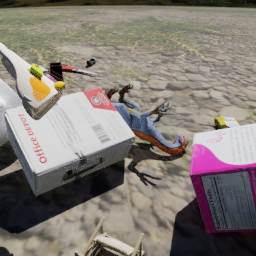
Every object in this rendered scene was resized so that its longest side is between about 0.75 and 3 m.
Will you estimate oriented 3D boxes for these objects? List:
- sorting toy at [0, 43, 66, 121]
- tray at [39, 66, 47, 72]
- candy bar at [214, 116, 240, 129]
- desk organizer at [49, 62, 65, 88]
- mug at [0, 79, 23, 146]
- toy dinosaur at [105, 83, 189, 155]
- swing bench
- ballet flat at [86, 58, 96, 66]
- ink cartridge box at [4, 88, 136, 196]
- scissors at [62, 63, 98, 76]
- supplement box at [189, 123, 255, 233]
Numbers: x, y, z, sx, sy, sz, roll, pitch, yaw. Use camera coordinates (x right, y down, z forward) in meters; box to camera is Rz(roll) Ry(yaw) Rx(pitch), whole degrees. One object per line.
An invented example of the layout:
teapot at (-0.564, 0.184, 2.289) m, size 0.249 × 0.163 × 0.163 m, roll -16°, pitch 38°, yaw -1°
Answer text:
sorting toy at (-1.647, -0.803, 4.486) m, size 0.686 × 1.156 × 1.284 m, roll -46°, pitch 8°, yaw -16°
tray at (-4.317, -2.841, 13.604) m, size 0.511 × 0.106 × 0.952 m, roll -18°, pitch 34°, yaw -29°
candy bar at (2.953, 0.380, 7.449) m, size 0.725 × 0.322 × 2.906 m, roll 4°, pitch 28°, yaw -1°
desk organizer at (-3.068, -2.292, 12.028) m, size 0.596 × 0.640 × 1.662 m, roll -7°, pitch 29°, yaw -13°
mug at (-3.524, -0.208, 6.832) m, size 1.826 × 1.538 × 2.083 m, roll -45°, pitch 12°, yaw -23°
toy dinosaur at (0.388, -0.084, 7.634) m, size 1.396 × 2.658 × 2.412 m, roll -12°, pitch 68°, yaw -58°
swing bench at (-0.264, 1.958, 4.376) m, size 0.799 × 0.521 × 0.803 m, roll 15°, pitch 37°, yaw 25°
ballet flat at (-1.884, -3.493, 14.578) m, size 0.370 × 0.316 × 1.114 m, roll 4°, pitch 29°, yaw 7°
ink cartridge box at (-1.330, 0.208, 6.436) m, size 2.383 × 0.987 × 1.749 m, roll -19°, pitch 61°, yaw -31°
scissors at (-2.534, -2.850, 13.512) m, size 2.813 × 0.196 × 1.029 m, roll 8°, pitch 28°, yaw 18°
supplement box at (2.588, 0.752, 4.814) m, size 2.751 × 1.422 × 1.392 m, roll -10°, pitch 25°, yaw 22°
